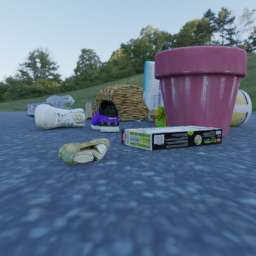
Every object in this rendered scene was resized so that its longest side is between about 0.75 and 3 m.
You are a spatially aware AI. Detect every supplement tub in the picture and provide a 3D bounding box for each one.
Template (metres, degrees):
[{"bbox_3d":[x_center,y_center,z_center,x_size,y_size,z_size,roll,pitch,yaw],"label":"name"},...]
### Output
[{"bbox_3d":[3.750,-0.830,11.538,2.125,1.545,1.545,-1,4,-18],"label":"supplement tub"}]

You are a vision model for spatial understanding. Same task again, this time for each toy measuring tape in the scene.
[{"bbox_3d":[1.484,-0.111,9.600,0.760,0.760,2.067,4,-17,39],"label":"toy measuring tape"}]

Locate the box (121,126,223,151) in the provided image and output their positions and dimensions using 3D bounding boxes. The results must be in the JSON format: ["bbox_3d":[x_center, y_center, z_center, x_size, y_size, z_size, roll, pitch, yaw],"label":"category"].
[{"bbox_3d":[0.975,0.180,6.107,1.985,0.345,1.092,-3,5,-32],"label":"box"}]

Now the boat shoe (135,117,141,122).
[{"bbox_3d":[0.548,-0.471,15.348,0.280,0.252,0.777,0,4,-6],"label":"boat shoe"}]

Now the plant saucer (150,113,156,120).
[{"bbox_3d":[2.611,-0.581,15.196,2.850,0.460,2.850,-1,4,0],"label":"plant saucer"}]

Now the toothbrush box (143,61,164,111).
[{"bbox_3d":[1.312,-1.857,11.922,1.084,1.861,2.542,1,14,-2],"label":"toothbrush box"}]

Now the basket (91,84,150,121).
[{"bbox_3d":[-0.444,-1.472,16.372,2.931,2.092,2.184,-3,6,-35],"label":"basket"}]

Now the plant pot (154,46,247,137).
[{"bbox_3d":[2.012,-0.941,7.992,2.561,2.292,2.561,0,3,0],"label":"plant pot"}]

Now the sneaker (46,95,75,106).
[{"bbox_3d":[-3.691,-1.385,15.311,1.718,0.627,0.608,2,-28,27],"label":"sneaker"}]

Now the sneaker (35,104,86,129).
[{"bbox_3d":[-2.379,-0.445,10.534,1.472,0.938,2.547,-3,3,7],"label":"sneaker"}]

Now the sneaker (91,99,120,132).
[{"bbox_3d":[-0.768,-0.462,9.731,0.753,1.077,2.166,-2,6,-21],"label":"sneaker"}]

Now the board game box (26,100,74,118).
[{"bbox_3d":[-3.853,-0.849,15.078,2.247,0.694,2.249,-6,-16,38],"label":"board game box"}]

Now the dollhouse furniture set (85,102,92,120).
[{"bbox_3d":[-1.464,-1.151,17.748,2.266,1.003,1.175,-1,-10,-18],"label":"dollhouse furniture set"}]

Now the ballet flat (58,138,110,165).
[{"bbox_3d":[-0.568,0.368,4.193,0.350,0.350,0.991,4,5,40],"label":"ballet flat"}]
